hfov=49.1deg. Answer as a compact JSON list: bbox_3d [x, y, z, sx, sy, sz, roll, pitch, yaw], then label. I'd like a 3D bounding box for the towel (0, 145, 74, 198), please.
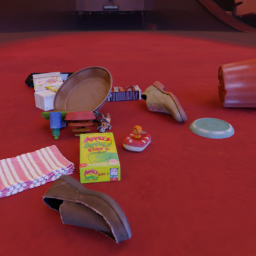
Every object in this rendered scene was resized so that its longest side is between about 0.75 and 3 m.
[{"bbox_3d":[-2.577,1.012,7.148,2.034,0.304,1.488,-16,28,-32],"label":"towel"}]

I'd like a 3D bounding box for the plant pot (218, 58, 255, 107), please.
[{"bbox_3d":[4.931,-1.786,11.361,2.278,2.342,2.342,-5,23,11],"label":"plant pot"}]

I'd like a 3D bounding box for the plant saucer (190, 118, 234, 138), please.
[{"bbox_3d":[2.891,-0.045,9.659,1.482,0.203,1.482,0,23,0],"label":"plant saucer"}]

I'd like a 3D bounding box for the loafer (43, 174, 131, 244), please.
[{"bbox_3d":[-0.853,1.637,5.340,2.212,0.808,0.785,14,40,43],"label":"loafer"}]

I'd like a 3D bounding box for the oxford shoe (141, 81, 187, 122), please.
[{"bbox_3d":[1.358,-0.868,10.975,1.060,0.998,2.834,-32,31,0],"label":"oxford shoe"}]

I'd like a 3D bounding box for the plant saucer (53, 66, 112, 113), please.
[{"bbox_3d":[-1.665,-1.266,10.699,2.553,0.467,2.553,-13,53,19],"label":"plant saucer"}]

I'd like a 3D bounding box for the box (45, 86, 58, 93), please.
[{"bbox_3d":[-3.083,-1.354,11.919,1.270,0.745,0.307,20,31,38],"label":"box"}]

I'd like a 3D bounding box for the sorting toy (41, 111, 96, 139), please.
[{"bbox_3d":[-2.057,-0.115,9.290,2.090,0.858,1.256,2,6,35],"label":"sorting toy"}]

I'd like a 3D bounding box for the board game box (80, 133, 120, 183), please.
[{"bbox_3d":[-0.805,0.733,7.574,0.967,0.453,1.904,-3,24,-8],"label":"board game box"}]

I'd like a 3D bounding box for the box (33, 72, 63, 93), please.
[{"bbox_3d":[-3.925,-2.183,13.794,1.359,0.359,1.744,-10,39,-15],"label":"box"}]

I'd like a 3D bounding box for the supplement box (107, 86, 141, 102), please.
[{"bbox_3d":[-0.242,-1.575,12.756,1.545,0.470,0.841,-6,25,-9],"label":"supplement box"}]

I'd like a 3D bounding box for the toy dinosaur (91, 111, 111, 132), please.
[{"bbox_3d":[-0.894,-0.213,9.824,0.742,0.559,1.094,26,12,0],"label":"toy dinosaur"}]

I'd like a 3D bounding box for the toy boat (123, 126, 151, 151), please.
[{"bbox_3d":[0.275,0.250,8.399,0.669,0.670,1.025,11,26,22],"label":"toy boat"}]

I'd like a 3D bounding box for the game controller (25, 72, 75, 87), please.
[{"bbox_3d":[-3.996,-2.606,14.947,2.768,0.583,1.444,-1,24,-2],"label":"game controller"}]

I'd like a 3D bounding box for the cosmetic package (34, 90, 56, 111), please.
[{"bbox_3d":[-3.388,-1.154,11.609,0.751,0.629,0.625,23,31,39],"label":"cosmetic package"}]
